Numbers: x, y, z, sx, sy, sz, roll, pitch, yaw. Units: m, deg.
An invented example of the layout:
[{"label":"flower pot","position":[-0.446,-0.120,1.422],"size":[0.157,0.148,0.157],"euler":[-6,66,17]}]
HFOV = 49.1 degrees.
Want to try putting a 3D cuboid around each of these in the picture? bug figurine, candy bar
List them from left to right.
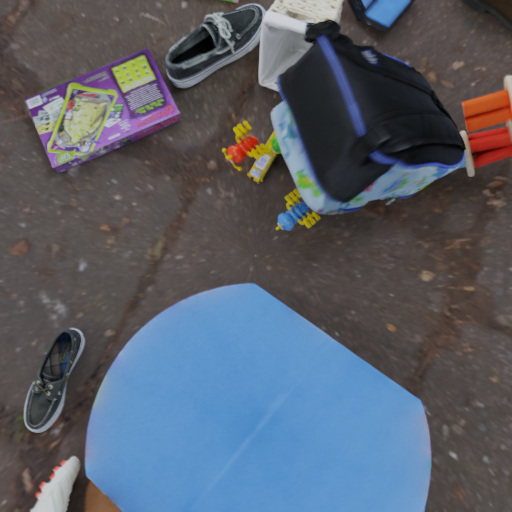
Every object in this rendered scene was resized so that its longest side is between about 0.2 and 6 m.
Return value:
[{"label":"candy bar","position":[0.298,-2.106,11.166],"size":[0.368,0.163,1.475],"euler":[28,79,10]},{"label":"bug figurine","position":[0.527,-1.589,10.620],"size":[1.783,0.592,2.299],"euler":[-35,88,-27]}]

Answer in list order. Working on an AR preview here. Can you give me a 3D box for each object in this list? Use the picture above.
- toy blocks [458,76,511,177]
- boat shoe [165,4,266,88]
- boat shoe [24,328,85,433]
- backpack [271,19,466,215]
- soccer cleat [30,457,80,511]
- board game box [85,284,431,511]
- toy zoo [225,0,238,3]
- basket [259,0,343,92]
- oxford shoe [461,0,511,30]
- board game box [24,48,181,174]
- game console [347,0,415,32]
[{"label":"toy blocks","position":[4.208,-2.263,9.992],"size":[2.515,2.096,0.913],"euler":[-13,64,21]},{"label":"boat shoe","position":[-0.807,-4.442,11.345],"size":[2.500,0.854,0.923],"euler":[-34,77,-9]},{"label":"boat shoe","position":[-3.652,2.177,9.947],"size":[0.655,0.540,1.909],"euler":[18,77,4]},{"label":"backpack","position":[1.914,-2.182,9.801],"size":[3.031,2.227,2.774],"euler":[-6,68,-40]},{"label":"soccer cleat","position":[-3.433,4.339,9.410],"size":[0.770,0.688,1.986],"euler":[31,86,2]},{"label":"board game box","position":[-0.014,3.061,9.204],"size":[5.374,1.046,4.246],"euler":[34,62,20]},{"label":"toy zoo","position":[-1.336,-6.377,12.148],"size":[2.255,0.231,1.479],"euler":[11,77,3]},{"label":"basket","position":[0.840,-4.115,10.799],"size":[1.272,1.877,1.158],"euler":[20,70,5]},{"label":"oxford shoe","position":[5.498,-5.287,11.449],"size":[2.612,1.103,0.949],"euler":[25,78,4]},{"label":"board game box","position":[-3.064,-2.928,11.248],"size":[2.708,0.437,1.625],"euler":[-24,75,-6]},{"label":"game console","position":[2.613,-5.483,11.655],"size":[1.242,1.071,0.737],"euler":[-51,40,-11]}]
